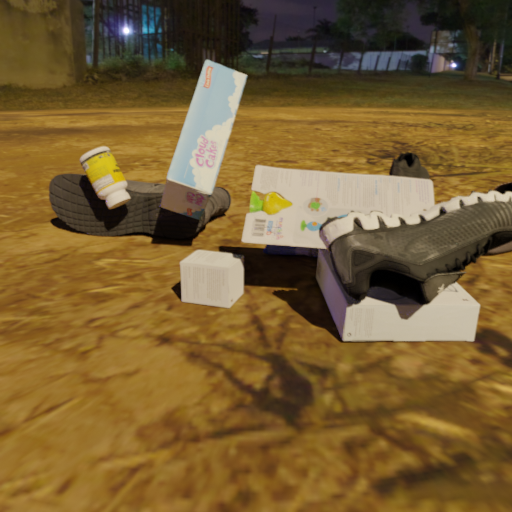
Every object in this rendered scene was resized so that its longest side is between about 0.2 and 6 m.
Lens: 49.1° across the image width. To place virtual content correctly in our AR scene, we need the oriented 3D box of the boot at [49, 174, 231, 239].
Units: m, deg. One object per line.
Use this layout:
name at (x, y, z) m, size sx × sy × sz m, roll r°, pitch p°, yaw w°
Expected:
boot at (-2.319, -1.076, 11.537) m, size 3.287 × 1.147 × 2.164 m, roll 13°, pitch 17°, yaw 8°

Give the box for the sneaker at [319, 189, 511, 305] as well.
sneaker at (2.060, -0.011, 6.366) m, size 2.562 × 1.159 × 0.851 m, roll -8°, pitch -26°, yaw 1°

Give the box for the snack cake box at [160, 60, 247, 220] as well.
snack cake box at (-0.919, -1.954, 9.624) m, size 0.777 × 2.314 × 1.331 m, roll 18°, pitch -18°, yaw -11°

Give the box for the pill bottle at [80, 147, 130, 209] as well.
pill bottle at (-2.697, -1.394, 10.108) m, size 0.576 × 1.025 × 0.576 m, roll -27°, pitch 3°, yaw 1°

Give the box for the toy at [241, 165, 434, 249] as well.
toy at (1.145, -0.506, 7.787) m, size 2.527 × 0.597 × 1.455 m, roll 7°, pitch 53°, yaw 3°

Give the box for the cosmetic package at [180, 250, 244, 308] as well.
cosmetic package at (-0.604, 0.313, 7.779) m, size 0.722 × 0.604 × 0.601 m, roll 7°, pitch 19°, yaw 17°

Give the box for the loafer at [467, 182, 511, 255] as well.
loafer at (4.923, -0.800, 10.303) m, size 3.119 × 1.107 × 1.139 m, roll -13°, pitch 23°, yaw -35°

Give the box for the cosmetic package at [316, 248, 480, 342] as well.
cosmetic package at (1.751, 0.446, 7.479) m, size 1.591 × 0.545 × 2.111 m, roll 2°, pitch 19°, yaw -4°

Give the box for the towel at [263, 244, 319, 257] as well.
towel at (1.703, -0.300, 10.093) m, size 2.766 × 0.329 × 2.032 m, roll 3°, pitch 21°, yaw 15°

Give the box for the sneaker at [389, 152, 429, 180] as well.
sneaker at (4.112, -2.266, 14.871) m, size 0.848 × 1.014 × 2.234 m, roll 8°, pitch 19°, yaw 27°
